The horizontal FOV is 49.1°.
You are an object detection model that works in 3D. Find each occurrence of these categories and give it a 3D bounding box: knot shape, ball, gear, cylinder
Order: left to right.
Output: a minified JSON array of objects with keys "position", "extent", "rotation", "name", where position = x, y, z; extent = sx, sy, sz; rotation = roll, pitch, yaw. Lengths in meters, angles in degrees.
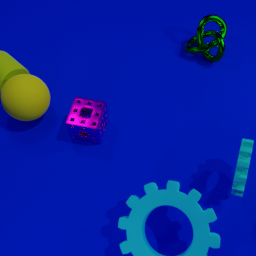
[{"position":[-3.698,-1.628,8.460],"extent":[1.036,1.036,1.036],"rotation":[38,67,20],"name":"cylinder"},{"position":[-2.816,-0.838,7.733],"extent":[1.284,1.284,1.284],"rotation":[0,60,0],"name":"ball"},{"position":[0.830,2.153,5.850],"extent":[2.038,0.377,2.038],"rotation":[-3,77,14],"name":"gear"},{"position":[2.657,-2.788,9.134],"extent":[1.508,0.697,1.411],"rotation":[-40,64,26],"name":"knot shape"},{"position":[2.677,0.923,6.557],"extent":[0.244,1.322,1.322],"rotation":[11,60,23],"name":"gear"}]

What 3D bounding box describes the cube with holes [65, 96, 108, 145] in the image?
[{"position":[-1.094,-0.198,7.727],"extent":[0.877,0.877,0.877],"rotation":[11,61,5],"name":"cube with holes"}]
